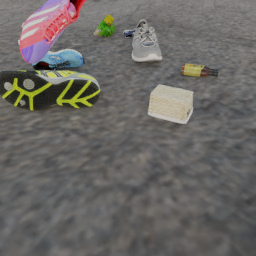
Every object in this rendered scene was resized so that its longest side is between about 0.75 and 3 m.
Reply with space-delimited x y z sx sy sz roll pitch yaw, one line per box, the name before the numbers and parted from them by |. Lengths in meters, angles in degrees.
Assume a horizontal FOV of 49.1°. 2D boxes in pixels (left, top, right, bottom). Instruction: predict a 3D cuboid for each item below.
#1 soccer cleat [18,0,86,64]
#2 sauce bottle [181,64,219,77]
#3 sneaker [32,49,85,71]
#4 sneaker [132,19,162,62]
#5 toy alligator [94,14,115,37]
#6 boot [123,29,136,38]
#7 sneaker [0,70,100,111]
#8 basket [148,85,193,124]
soccer cleat | -1.443 -2.122 5.560 0.772 0.673 2.019 8 61 27
sauce bottle | 2.492 -1.979 9.709 1.264 0.417 0.417 9 36 11
sneaker | -2.516 -2.298 10.103 1.917 0.752 0.862 -1 55 2
sneaker | 0.632 -3.496 11.178 1.100 1.207 2.943 -6 35 -8
toy alligator | -1.041 -4.700 13.389 0.765 0.836 2.819 37 30 -18
boot | 0.296 -4.529 13.489 1.018 0.370 0.460 -12 43 -4
sneaker | -2.275 -1.158 8.108 2.895 1.091 1.106 6 26 -9
basket | 1.170 -0.672 7.566 1.104 0.681 0.748 16 38 21
